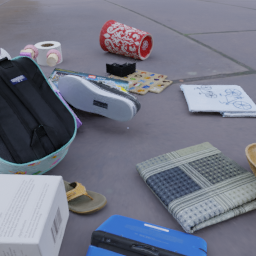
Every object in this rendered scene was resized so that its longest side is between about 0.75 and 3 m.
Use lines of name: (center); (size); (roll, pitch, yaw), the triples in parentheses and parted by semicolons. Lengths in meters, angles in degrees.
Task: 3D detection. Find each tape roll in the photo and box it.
tape roll: (-3.978, -3.749, 14.066); (1.275, 0.876, 1.275); (0, 32, 0)
tape roll: (-1.950, -0.514, 8.463); (0.435, 1.327, 1.327); (-37, 40, -5)

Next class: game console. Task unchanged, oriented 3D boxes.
game console: (0.280, 2.474, 4.832); (1.947, 1.152, 1.662); (11, 3, 16)

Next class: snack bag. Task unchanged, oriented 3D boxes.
snack bag: (3.286, -1.053, 10.365); (2.481, 0.266, 2.339); (1, 32, 0)

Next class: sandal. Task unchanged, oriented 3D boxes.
sandal: (-1.252, 1.420, 6.249); (1.640, 0.443, 0.659); (18, 37, 24)

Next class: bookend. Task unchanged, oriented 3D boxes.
bookend: (-0.312, -2.737, 12.713); (0.976, 0.453, 0.982); (25, 39, 35)

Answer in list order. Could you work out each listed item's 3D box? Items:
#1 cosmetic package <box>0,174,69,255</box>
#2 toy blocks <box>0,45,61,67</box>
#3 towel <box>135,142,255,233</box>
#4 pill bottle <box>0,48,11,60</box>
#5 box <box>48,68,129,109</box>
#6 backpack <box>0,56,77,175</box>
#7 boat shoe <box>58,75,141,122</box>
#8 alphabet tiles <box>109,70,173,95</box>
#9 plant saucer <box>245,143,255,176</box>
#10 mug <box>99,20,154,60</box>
cosmetic package: (-2.688, 1.708, 5.056); (2.864, 1.215, 1.541); (1, 34, 4)
toy blocks: (-3.472, -1.802, 9.559); (2.284, 2.134, 1.922); (5, 24, -11)
towel: (1.699, 1.252, 6.622); (2.405, 0.415, 2.315); (-14, 31, -22)
pill bottle: (-5.619, -2.058, 10.598); (1.711, 1.711, 2.859); (3, 32, 5)
box: (-1.405, -1.319, 10.023); (2.890, 0.545, 1.974); (9, 31, -5)
backpack: (-2.691, -0.060, 6.814); (2.736, 2.097, 2.405); (44, 46, 14)
boat shoe: (-0.863, -1.021, 8.585); (2.640, 0.975, 0.902); (18, 30, 17)
alphabet tiles: (0.432, -2.032, 12.083); (2.663, 0.084, 2.216); (18, 36, 26)
plant saucer: (3.892, 1.180, 6.133); (2.769, 0.490, 2.769); (12, 22, -5)
mug: (0.116, -4.704, 14.930); (2.508, 1.673, 2.226); (26, 42, 30)
